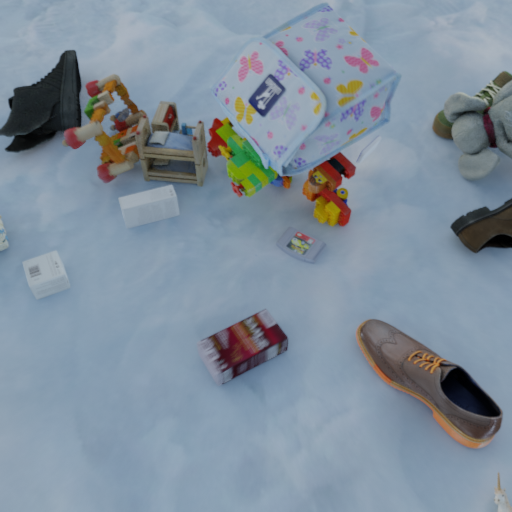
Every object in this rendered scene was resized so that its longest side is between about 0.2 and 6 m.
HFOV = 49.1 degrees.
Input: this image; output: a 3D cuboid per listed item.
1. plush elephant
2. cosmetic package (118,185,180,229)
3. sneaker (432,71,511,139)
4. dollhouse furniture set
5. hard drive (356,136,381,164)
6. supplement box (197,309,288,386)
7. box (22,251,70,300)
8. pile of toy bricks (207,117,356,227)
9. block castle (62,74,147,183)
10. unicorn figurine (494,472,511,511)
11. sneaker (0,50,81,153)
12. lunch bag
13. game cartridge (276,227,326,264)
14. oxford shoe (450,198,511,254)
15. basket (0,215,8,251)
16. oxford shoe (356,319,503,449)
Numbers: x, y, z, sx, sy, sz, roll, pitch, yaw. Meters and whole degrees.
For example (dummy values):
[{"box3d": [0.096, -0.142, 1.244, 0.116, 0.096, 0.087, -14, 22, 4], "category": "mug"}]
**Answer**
[{"box3d": [5.435, -2.842, 12.648, 2.044, 2.174, 2.640, -4, 3, 43], "category": "plush elephant"}, {"box3d": [-2.267, -1.048, 11.925, 1.169, 0.593, 0.416, -16, 52, -13], "category": "cosmetic package"}, {"box3d": [5.784, -3.894, 13.685, 3.019, 1.355, 1.012, -16, 53, -12], "category": "sneaker"}, {"box3d": [-1.760, -2.822, 12.822, 1.384, 1.376, 1.964, 6, 52, 5], "category": "dollhouse furniture set"}, {"box3d": [2.532, -2.382, 12.623, 0.543, 0.823, 0.104, -43, 84, -2], "category": "hard drive"}, {"box3d": [-0.234, 1.599, 9.897, 1.424, 0.433, 0.775, -25, 52, -19], "category": "supplement box"}, {"box3d": [-4.072, 0.371, 10.883, 0.690, 0.451, 0.686, -21, 54, -16], "category": "box"}, {"box3d": [0.188, -1.980, 11.765, 1.924, 2.162, 3.897, -37, 70, -12], "category": "pile of toy bricks"}, {"box3d": [-3.417, -2.885, 12.741, 1.068, 1.521, 2.276, -18, 45, 21], "category": "block castle"}, {"box3d": [3.707, 3.978, 8.067, 1.299, 0.480, 0.892, 42, 52, 12], "category": "unicorn figurine"}, {"box3d": [-5.320, -3.963, 13.947, 1.783, 1.027, 3.419, -6, 55, -11], "category": "sneaker"}, {"box3d": [0.831, -2.905, 10.026, 2.665, 1.694, 2.260, -32, 68, -9], "category": "lunch bag"}, {"box3d": [0.911, -0.206, 11.529, 0.918, 0.188, 0.611, 26, 60, 20], "category": "game cartridge"}, {"box3d": [5.266, -0.620, 11.517, 2.371, 0.862, 1.001, -22, 64, -8], "category": "oxford shoe"}, {"box3d": [-5.994, -0.799, 11.106, 1.723, 1.360, 1.955, -27, 85, -20], "category": "basket"}, {"box3d": [2.868, 1.870, 9.324, 0.995, 1.018, 2.791, -37, 60, -26], "category": "oxford shoe"}]
